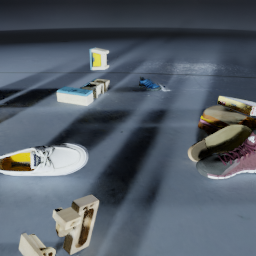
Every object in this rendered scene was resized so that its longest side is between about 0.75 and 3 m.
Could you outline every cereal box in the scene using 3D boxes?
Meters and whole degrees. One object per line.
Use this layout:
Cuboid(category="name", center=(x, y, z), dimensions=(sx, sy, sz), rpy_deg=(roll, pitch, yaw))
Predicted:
Cuboid(category="cereal box", center=(4.934, -0.874, 11.620), dimensions=(2.124, 0.420, 1.528), rpy_deg=(1, 20, -39))

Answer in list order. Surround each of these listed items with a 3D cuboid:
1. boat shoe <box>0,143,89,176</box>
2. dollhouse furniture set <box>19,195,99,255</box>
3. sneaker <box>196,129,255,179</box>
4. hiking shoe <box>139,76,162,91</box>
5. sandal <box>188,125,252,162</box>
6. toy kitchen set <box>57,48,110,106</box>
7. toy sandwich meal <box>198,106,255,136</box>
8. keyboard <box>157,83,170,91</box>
Cuboid(category="boat shoe", center=(-2.335, 0.873, 7.564), dimensions=(2.492, 0.883, 0.870), rpy_deg=(-3, -6, 1))
Cuboid(category="dollhouse furniture set", center=(-0.935, 2.211, 4.856), dimensions=(1.191, 1.390, 1.462), rpy_deg=(27, 22, 37))
Cuboid(category="sneaker", center=(3.091, 0.624, 7.809), dimensions=(2.342, 1.353, 0.886), rpy_deg=(-5, 38, -11))
Cuboid(category="hiking shoe", center=(1.176, -2.396, 15.262), dimensions=(1.449, 0.628, 0.539), rpy_deg=(17, 30, 32))
Cuboid(category="sandal", center=(2.852, 0.471, 9.038), dimensions=(2.255, 0.827, 0.742), rpy_deg=(-19, 1, -13))
Cuboid(category="toy kitchen set", center=(-2.192, -2.682, 13.989), dimensions=(1.633, 2.221, 2.772), rpy_deg=(9, 27, 17))
Cuboid(category="toy sandwich meal", center=(3.862, -0.093, 10.062), dimensions=(2.506, 0.858, 2.506), rpy_deg=(0, 25, 0))
Cuboid(category="keyboard", center=(1.992, -2.303, 15.758), dimensions=(0.390, 0.074, 1.386), rpy_deg=(0, 25, -12))
